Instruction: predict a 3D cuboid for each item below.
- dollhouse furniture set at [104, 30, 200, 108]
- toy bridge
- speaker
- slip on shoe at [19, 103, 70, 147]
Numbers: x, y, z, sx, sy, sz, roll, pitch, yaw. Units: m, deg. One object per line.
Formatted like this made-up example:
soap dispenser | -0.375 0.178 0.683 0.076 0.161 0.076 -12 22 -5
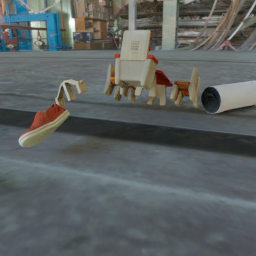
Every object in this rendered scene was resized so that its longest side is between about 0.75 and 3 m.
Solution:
dollhouse furniture set | 0.647 -1.646 8.455 2.814 1.449 2.783 7 -4 21
toy bridge | -1.765 -1.123 8.405 0.246 0.607 1.806 -19 0 -37
speaker | 3.485 -1.043 9.231 2.178 0.884 0.884 -10 21 -28
slip on shoe | -1.812 -0.089 5.939 0.494 0.598 1.616 42 30 -5
